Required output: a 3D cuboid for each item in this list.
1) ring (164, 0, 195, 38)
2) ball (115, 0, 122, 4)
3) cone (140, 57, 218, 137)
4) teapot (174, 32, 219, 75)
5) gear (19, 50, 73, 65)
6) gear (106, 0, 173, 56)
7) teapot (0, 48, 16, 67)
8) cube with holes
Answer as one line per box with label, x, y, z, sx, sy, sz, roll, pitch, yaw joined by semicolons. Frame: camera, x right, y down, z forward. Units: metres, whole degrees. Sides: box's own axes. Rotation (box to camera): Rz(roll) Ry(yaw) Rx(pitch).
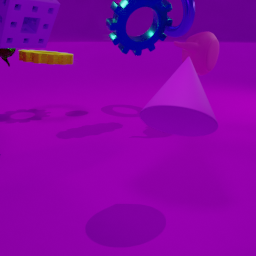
ring;1.636;-4.374;10.287;0.412;2.061;2.061;-27;30;-26
ball;-0.043;-4.472;9.860;0.799;0.799;0.799;0;19;0
cone;0.869;-0.619;4.387;1.171;1.176;1.171;12;-18;4
teapot;2.043;-2.233;8.295;0.987;1.254;2.016;19;10;34
gear;-2.870;-2.504;9.900;1.818;0.336;1.818;5;17;-2
gear;0.354;-3.090;8.205;1.953;1.953;0.361;-8;45;-22
teapot;-4.062;-2.629;9.247;0.631;1.290;0.802;37;47;14
cube with holes;-2.383;-2.532;6.035;1.121;1.121;1.121;-19;61;-48
